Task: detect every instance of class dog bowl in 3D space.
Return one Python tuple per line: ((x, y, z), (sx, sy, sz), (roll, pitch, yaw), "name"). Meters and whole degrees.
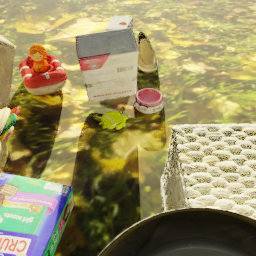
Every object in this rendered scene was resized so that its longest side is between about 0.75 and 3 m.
((0.635, -0.847, 8.503), (0.949, 0.350, 0.949), (0, 43, 0), "dog bowl")
((0.837, 2.297, 3.171), (2.876, 0.843, 2.876), (-1, 84, 9), "dog bowl")

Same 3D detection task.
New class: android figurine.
((-0.422, -0.227, 7.963), (0.828, 0.170, 0.754), (-29, 50, -29), "android figurine")

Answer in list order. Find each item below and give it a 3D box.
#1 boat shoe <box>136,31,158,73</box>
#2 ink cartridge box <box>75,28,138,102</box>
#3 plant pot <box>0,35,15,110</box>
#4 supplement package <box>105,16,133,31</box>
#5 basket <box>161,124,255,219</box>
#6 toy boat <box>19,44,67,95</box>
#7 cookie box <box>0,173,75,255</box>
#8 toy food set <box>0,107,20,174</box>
((0.600, -2.879, 10.340), (0.788, 0.837, 2.198), (-8, 43, -9), "boat shoe")
((-0.536, -1.673, 7.840), (1.518, 2.085, 0.884), (-10, 65, -5), "ink cartridge box")
((-4.700, -1.707, 7.646), (2.444, 2.761, 2.758), (-5, 30, -44), "plant pot")
((-0.343, -3.898, 11.448), (0.851, 0.841, 1.404), (8, 43, 9), "supplement package")
((1.930, 1.302, 5.053), (2.372, 1.908, 2.351), (0, 42, -2), "basket")
((-2.801, -2.029, 9.023), (1.364, 1.366, 2.090), (-19, 45, -18), "toy boat")
((-2.065, 1.886, 5.268), (1.584, 0.696, 1.851), (9, 44, 8), "cookie box")
((-3.026, 0.512, 6.014), (0.544, 2.235, 2.212), (32, 44, -27), "toy food set")
